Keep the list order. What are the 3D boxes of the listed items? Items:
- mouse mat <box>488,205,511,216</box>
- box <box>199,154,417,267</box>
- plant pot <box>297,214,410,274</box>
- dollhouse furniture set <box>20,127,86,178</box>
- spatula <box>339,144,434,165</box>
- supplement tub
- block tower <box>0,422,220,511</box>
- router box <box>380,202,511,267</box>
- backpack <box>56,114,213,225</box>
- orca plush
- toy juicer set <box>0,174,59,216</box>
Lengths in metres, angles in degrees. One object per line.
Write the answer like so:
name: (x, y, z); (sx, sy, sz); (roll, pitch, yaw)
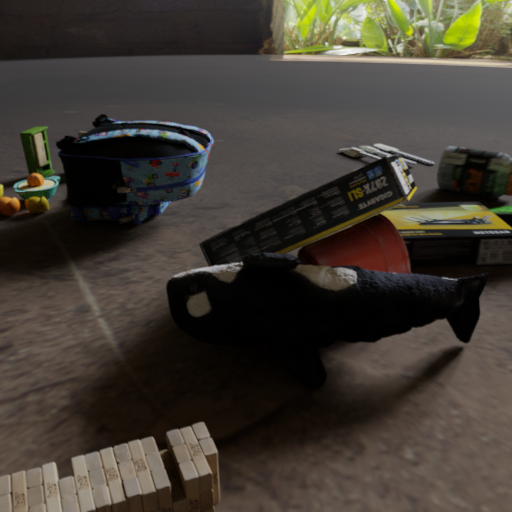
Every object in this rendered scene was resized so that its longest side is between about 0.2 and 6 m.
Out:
mouse mat: (5.851, -1.010, 11.906); (2.071, 0.097, 2.574); (-9, 6, -18)
box: (0.962, -0.690, 9.214); (3.149, 0.777, 2.514); (-23, 4, 21)
plant pot: (1.492, 0.166, 9.054); (1.385, 1.424, 1.424); (-17, 29, -16)
dollhouse furniture set: (-4.455, -2.721, 15.129); (3.412, 1.317, 1.705); (5, 26, 10)
spatula: (4.000, -3.073, 17.280); (1.826, 0.211, 2.626); (-8, 26, -29)
supplement tub: (5.559, -2.077, 13.976); (1.819, 1.115, 1.115); (15, 29, 30)
block tower: (-1.598, 2.307, 5.084); (2.595, 0.750, 0.701); (-11, 27, -20)
router box: (3.600, -0.469, 11.093); (2.401, 0.627, 1.888); (-2, 25, -3)
backpack: (-2.498, -1.951, 12.598); (3.043, 2.047, 2.778); (1, 25, 5)
orca plush: (0.904, 1.081, 7.660); (4.342, 1.543, 2.284); (6, -21, -9)
toy juicer set: (-5.171, -1.572, 13.429); (2.500, 0.680, 1.590); (-17, 30, -33)
